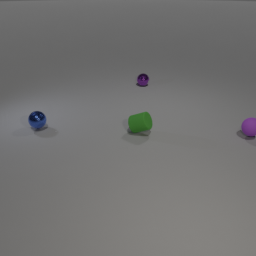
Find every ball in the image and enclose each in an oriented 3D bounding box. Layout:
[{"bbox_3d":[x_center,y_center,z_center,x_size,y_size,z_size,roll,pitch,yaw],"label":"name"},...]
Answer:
[{"bbox_3d":[4.602,-0.042,10.440,0.700,0.700,0.700,0,28,0],"label":"ball"},{"bbox_3d":[-3.587,-0.326,11.083,0.700,0.700,0.700,0,28,0],"label":"ball"},{"bbox_3d":[0.845,-2.709,15.712,0.700,0.700,0.700,0,28,0],"label":"ball"}]

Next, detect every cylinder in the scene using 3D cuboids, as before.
[{"bbox_3d":[0.473,-0.213,10.688,0.700,0.700,0.700,-13,20,30],"label":"cylinder"}]
